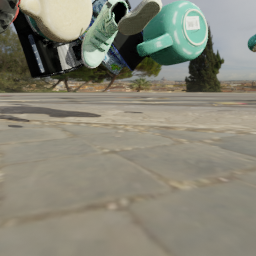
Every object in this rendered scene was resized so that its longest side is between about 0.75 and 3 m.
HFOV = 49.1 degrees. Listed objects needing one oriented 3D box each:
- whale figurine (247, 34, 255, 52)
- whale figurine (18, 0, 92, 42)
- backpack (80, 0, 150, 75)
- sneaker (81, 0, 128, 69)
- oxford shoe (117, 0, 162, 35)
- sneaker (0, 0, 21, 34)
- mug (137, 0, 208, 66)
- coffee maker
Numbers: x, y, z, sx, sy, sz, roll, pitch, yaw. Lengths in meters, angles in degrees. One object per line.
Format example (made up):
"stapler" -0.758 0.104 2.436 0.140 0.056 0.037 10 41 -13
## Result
"whale figurine" 3.928 -2.713 8.420 0.449 0.865 0.688 38 57 17
"whale figurine" -1.769 -3.034 6.144 1.185 2.284 1.817 16 55 40
"backpack" -0.601 -3.171 9.238 2.270 1.823 2.480 44 11 -45
"sneaker" -0.553 -2.099 6.262 0.613 1.665 0.982 21 11 -22
"oxford shoe" 0.202 -1.892 4.713 0.380 0.292 1.011 32 -33 -27
"sneaker" -2.005 -2.808 4.279 1.389 2.844 1.005 17 -4 41
"mug" 1.351 -2.490 7.738 1.633 1.987 1.229 34 -18 -32
"coffee maker" -2.896 -3.360 9.557 1.995 2.961 2.844 -31 30 -35
